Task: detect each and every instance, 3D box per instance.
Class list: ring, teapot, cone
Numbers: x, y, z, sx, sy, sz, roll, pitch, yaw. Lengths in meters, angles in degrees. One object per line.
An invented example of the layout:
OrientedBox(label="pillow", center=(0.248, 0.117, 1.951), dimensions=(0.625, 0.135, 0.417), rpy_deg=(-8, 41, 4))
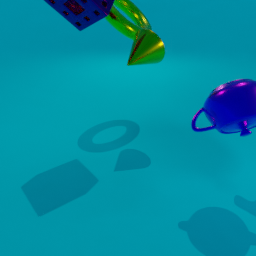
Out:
OrientedBox(label="ring", center=(-0.093, -3.252, 8.053), dimensions=(1.979, 0.396, 1.979), rpy_deg=(30, 37, -25))
OrientedBox(label="teapot", center=(1.993, -0.299, 4.896), dimensions=(1.815, 1.129, 0.889), rpy_deg=(-16, 69, 14))
OrientedBox(label="cone", center=(0.250, -1.739, 6.756), dimensions=(0.937, 0.937, 0.941), rpy_deg=(20, 52, 33))

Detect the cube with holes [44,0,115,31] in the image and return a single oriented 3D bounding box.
OrientedBox(label="cube with holes", center=(-0.962, -3.008, 6.056), dimensions=(1.070, 1.070, 1.070), rpy_deg=(-4, 59, 48))
